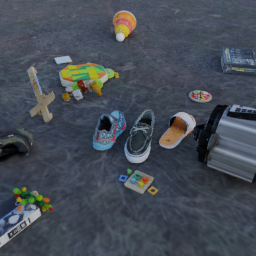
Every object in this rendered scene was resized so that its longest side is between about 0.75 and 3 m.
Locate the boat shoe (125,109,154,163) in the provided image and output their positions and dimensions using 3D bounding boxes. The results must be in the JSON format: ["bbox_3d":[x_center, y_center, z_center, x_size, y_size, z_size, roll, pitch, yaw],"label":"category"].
[{"bbox_3d":[0.409,0.170,9.693,0.871,0.857,2.417,6,37,9],"label":"boat shoe"}]

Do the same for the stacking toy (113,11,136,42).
[{"bbox_3d":[-0.358,-6.536,18.545,1.599,1.599,2.189,5,52,7],"label":"stacking toy"}]

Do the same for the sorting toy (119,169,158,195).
[{"bbox_3d":[0.337,1.575,8.377,1.254,0.171,0.706,20,41,24],"label":"sorting toy"}]

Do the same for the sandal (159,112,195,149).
[{"bbox_3d":[1.866,-0.073,10.204,0.857,0.641,2.237,19,41,24],"label":"sandal"}]

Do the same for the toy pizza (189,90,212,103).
[{"bbox_3d":[3.225,-1.450,12.470,1.014,0.161,1.014,0,37,0],"label":"toy pizza"}]

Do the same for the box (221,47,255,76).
[{"bbox_3d":[5.969,-3.605,15.022,1.801,0.583,2.284,8,38,9],"label":"box"}]

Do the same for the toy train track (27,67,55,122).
[{"bbox_3d":[-3.444,-1.346,11.152,0.402,1.416,2.469,8,53,-59],"label":"toy train track"}]

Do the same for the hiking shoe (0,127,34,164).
[{"bbox_3d":[-4.409,0.576,9.064,2.514,0.952,1.266,-5,33,-8],"label":"hiking shoe"}]

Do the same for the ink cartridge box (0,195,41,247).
[{"bbox_3d":[-3.226,2.456,7.050,0.910,0.359,1.830,26,45,30],"label":"ink cartridge box"}]

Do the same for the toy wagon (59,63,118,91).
[{"bbox_3d":[-1.859,-2.595,13.680,2.831,0.560,2.196,-11,38,-14],"label":"toy wagon"}]

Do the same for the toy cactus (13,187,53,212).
[{"bbox_3d":[-2.554,1.930,7.547,1.117,0.571,0.921,20,-5,-12],"label":"toy cactus"}]

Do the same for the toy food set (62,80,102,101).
[{"bbox_3d":[-2.034,-1.570,12.398,1.636,0.736,0.781,-24,51,1],"label":"toy food set"}]

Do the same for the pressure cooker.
[{"bbox_3d":[3.110,0.386,8.426,2.336,2.055,2.087,20,62,26],"label":"pressure cooker"}]

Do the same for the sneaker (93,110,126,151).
[{"bbox_3d":[-0.600,-0.138,9.988,0.831,1.001,2.095,9,38,13],"label":"sneaker"}]

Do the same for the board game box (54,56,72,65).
[{"bbox_3d":[-3.627,-3.784,15.670,0.827,0.107,0.827,-14,38,-17],"label":"board game box"}]
